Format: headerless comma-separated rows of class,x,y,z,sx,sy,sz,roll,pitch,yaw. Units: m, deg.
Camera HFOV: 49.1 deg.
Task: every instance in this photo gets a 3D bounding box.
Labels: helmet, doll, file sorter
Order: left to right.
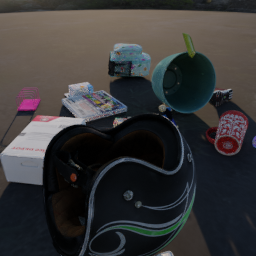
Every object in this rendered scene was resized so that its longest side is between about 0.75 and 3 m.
file sorter,-4.455,-1.314,12.510,0.768,0.693,1.105,-2,29,-3
helmet,-0.041,1.163,5.721,2.815,2.952,2.952,-1,25,-36
doll,1.296,-0.297,8.992,0.268,1.106,0.754,-8,41,32

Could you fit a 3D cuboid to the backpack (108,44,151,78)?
backpack,0.136,-3.795,15.888,2.363,1.811,2.077,7,28,-8

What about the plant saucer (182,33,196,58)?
plant saucer,2.231,-2.993,10.098,0.200,0.833,0.834,-17,1,22

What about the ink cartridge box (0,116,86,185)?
ink cartridge box,-2.457,0.621,8.687,1.767,1.029,2.427,4,28,8

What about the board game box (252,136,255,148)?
board game box,5.538,0.518,9.458,1.872,0.461,2.369,-18,34,-29

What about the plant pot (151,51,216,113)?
plant pot,2.184,-2.050,12.211,2.512,2.512,2.016,-10,16,-17

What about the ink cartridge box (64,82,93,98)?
ink cartridge box,-2.431,-1.851,13.743,1.281,0.434,0.737,-16,33,-26

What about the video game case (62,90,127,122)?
video game case,-1.528,-1.013,12.423,2.133,0.269,2.341,-16,32,-27

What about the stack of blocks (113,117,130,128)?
stack of blocks,0.021,-0.155,10.806,1.084,0.317,0.624,4,29,9

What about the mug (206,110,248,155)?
mug,3.427,0.280,9.676,1.009,1.342,1.512,41,40,-2

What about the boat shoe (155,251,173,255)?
boat shoe,0.627,2.713,5.701,0.779,0.270,0.276,-19,34,-31

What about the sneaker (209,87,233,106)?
sneaker,3.936,-1.498,12.986,1.882,0.712,1.087,-12,25,-41
